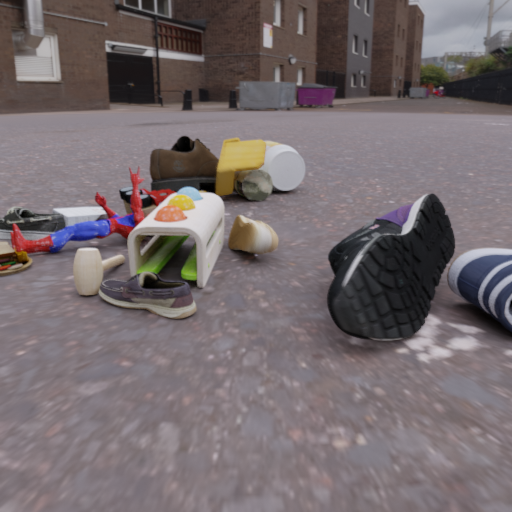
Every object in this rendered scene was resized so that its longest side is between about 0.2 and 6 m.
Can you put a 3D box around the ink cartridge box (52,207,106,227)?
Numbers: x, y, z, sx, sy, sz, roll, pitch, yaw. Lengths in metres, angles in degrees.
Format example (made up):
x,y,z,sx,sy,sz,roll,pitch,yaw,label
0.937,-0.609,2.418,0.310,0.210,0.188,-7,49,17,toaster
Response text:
x,y,z,sx,sy,sz,roll,pitch,yaw,label
-3.597,-0.826,11.779,1.093,0.258,0.875,-6,17,-38,ink cartridge box

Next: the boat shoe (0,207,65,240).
x,y,z,sx,sy,sz,roll,pitch,yaw,label
-4.396,-0.639,10.575,1.790,0.570,0.633,4,18,12,boat shoe

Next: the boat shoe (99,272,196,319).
x,y,z,sx,sy,sz,roll,pitch,yaw,label
-1.445,0.438,7.373,1.499,0.486,0.539,11,20,30,boat shoe

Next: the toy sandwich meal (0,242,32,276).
x,y,z,sx,sy,sz,roll,pitch,yaw,label
-4.036,0.037,8.867,0.977,0.335,0.977,0,18,0,toy sandwich meal

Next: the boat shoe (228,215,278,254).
x,y,z,sx,sy,sz,roll,pitch,yaw,label
-0.060,-0.312,9.662,0.588,0.626,1.699,16,6,-16,boat shoe

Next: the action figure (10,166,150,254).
x,y,z,sx,sy,sz,roll,pitch,yaw,label
-2.876,-0.791,9.827,2.677,1.325,0.874,-7,-6,-29,action figure

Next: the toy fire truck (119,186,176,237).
x,y,z,sx,sy,sz,roll,pitch,yaw,label
-1.766,-0.957,11.278,1.579,1.016,1.390,-20,24,-23,toy fire truck

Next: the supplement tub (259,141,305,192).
x,y,z,sx,sy,sz,roll,pitch,yaw,label
0.504,-2.385,14.919,1.215,1.215,1.683,-6,19,-19,supplement tub

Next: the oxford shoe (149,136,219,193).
x,y,z,sx,sy,sz,roll,pitch,yaw,label
-1.398,-2.400,14.431,1.234,1.433,3.396,-4,7,31,oxford shoe

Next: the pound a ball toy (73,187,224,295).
x,y,z,sx,sy,sz,roll,pitch,yaw,label
-1.539,-0.349,8.739,1.776,1.157,2.723,2,18,5,pound a ball toy

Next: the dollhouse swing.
x,y,z,sx,sy,sz,roll,pitch,yaw,label
-0.357,-2.135,13.535,1.070,1.106,1.217,7,48,-1,dollhouse swing

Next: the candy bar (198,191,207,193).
x,y,z,sx,sy,sz,roll,pitch,yaw,label
-1.921,-1.335,13.269,1.818,0.202,0.453,-15,10,-38,candy bar

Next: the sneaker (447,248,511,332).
x,y,z,sx,sy,sz,roll,pitch,yaw,label
3.931,0.367,6.822,2.729,0.956,1.481,-6,16,-3,sneaker

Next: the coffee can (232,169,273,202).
x,y,z,sx,sy,sz,roll,pitch,yaw,label
-0.168,-1.841,13.923,0.801,0.801,1.094,-7,19,-22,coffee can

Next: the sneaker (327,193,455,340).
x,y,z,sx,sy,sz,roll,pitch,yaw,label
1.533,0.258,7.462,1.439,1.245,3.287,-18,9,37,sneaker
